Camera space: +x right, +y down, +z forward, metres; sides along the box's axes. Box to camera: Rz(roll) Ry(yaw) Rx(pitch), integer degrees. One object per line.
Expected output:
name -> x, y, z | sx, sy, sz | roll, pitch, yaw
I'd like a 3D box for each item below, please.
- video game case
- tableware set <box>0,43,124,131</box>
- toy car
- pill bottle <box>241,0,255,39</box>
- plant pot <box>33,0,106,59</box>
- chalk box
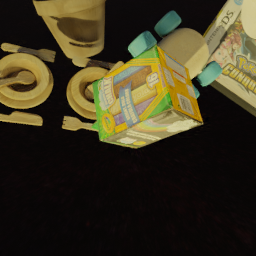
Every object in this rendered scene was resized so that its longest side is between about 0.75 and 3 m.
video game case -> 3.151, -1.784, 6.956 | 2.710, 0.346, 2.449 | 35, 82, 1
tableware set -> -1.309, -0.875, 5.387 | 2.557, 0.512, 1.690 | 8, 68, -12
toy car -> 0.738, -1.201, 5.877 | 1.474, 1.666, 1.536 | -43, 96, -20
pill bottle -> 3.179, -2.011, 4.670 | 2.272, 1.283, 1.283 | -6, 37, -14
plant pot -> -1.411, -2.905, 7.760 | 1.917, 1.663, 1.917 | -8, 34, 5
chalk box -> 0.104, -0.253, 3.382 | 1.252, 0.779, 0.775 | -23, 67, 32
